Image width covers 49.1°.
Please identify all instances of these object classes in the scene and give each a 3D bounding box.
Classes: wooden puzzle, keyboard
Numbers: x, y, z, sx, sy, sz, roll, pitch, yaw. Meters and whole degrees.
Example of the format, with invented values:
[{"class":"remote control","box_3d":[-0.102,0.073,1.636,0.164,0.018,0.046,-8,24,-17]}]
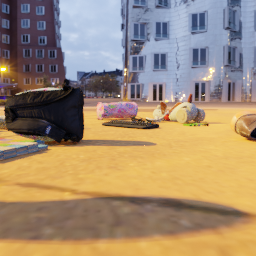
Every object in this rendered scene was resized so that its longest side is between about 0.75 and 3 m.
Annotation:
[{"class":"wooden puzzle","box_3d":[-2.678,0.400,5.533,1.496,0.177,2.523,2,6,22]},{"class":"keyboard","box_3d":[0.133,-0.282,11.305,2.425,0.480,1.262,6,9,43]}]

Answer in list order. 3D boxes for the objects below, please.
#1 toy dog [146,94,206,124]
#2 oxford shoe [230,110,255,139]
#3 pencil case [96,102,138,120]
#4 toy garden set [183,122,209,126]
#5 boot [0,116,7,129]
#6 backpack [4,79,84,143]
[{"class":"toy dog","box_3d":[2.338,-0.980,13.746,2.848,1.372,1.878,3,6,30]},{"class":"oxford shoe","box_3d":[4.056,-0.002,7.418,2.470,0.881,0.900,-6,25,-7]},{"class":"pencil case","box_3d":[-0.611,-0.964,15.890,2.392,1.046,1.046,-4,7,-32]},{"class":"toy garden set","box_3d":[2.858,-0.177,11.675,0.860,0.172,0.717,-4,6,-33]},{"class":"boot","box_3d":[-4.219,-0.229,10.185,1.189,0.557,1.529,-2,5,-20]},{"class":"backpack","box_3d":[-2.062,-0.277,7.019,1.873,1.563,1.185,-2,-15,2]}]
